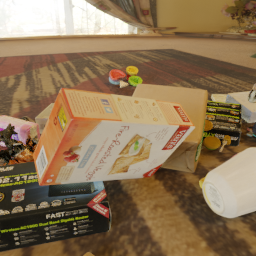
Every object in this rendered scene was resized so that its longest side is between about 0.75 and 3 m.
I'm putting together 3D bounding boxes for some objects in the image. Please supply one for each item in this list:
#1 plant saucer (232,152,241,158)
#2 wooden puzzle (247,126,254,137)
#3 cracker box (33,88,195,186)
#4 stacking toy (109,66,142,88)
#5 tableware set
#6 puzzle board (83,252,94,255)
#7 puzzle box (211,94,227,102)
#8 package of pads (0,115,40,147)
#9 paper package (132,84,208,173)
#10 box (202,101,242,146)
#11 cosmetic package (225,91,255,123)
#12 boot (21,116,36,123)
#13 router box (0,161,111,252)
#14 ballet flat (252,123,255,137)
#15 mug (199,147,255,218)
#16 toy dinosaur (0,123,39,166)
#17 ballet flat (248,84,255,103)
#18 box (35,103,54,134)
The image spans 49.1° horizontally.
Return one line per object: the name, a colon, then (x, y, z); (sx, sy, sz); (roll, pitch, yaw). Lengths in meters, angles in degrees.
plant saucer: (3.717, 1.037, 8.482); (1.156, 0.293, 1.156); (-1, 24, 0)
wooden puzzle: (5.288, 0.174, 10.628); (1.770, 0.124, 1.050); (-4, 24, -8)
cracker box: (-0.271, 0.284, 5.976); (2.924, 1.958, 0.843); (2, 47, -35)
stacking toy: (-0.126, -2.896, 17.291); (1.946, 0.822, 1.762); (-13, 53, -21)
tableware set: (2.599, 0.201, 9.550); (1.761, 0.270, 1.186); (23, 53, 29)
puzzle board: (-0.413, 3.045, 4.076); (2.439, 0.212, 1.838); (19, 29, 35)
puzzle box: (5.221, -1.385, 14.002); (1.868, 0.238, 1.243); (3, 24, 6)
package of pads: (-3.713, 0.213, 9.433); (1.692, 1.019, 0.640); (13, 26, 25)
paper package: (1.159, -0.134, 8.923); (2.471, 1.341, 2.593); (7, 43, 16)
box: (2.961, -0.379, 11.161); (2.910, 0.691, 2.810); (8, 25, 18)
cosmetic package: (5.853, -1.015, 12.454); (2.347, 0.606, 1.769); (-7, 32, -15)
boot: (-4.186, -0.157, 11.143); (0.927, 0.339, 0.698); (24, 32, 31)
router box: (-1.921, 1.595, 6.509); (2.768, 0.860, 2.074); (-6, 25, -14)
ballet flat: (5.604, -0.324, 10.554); (2.605, 0.951, 0.951); (-17, 29, -37)
mug: (2.565, 1.459, 6.691); (1.477, 1.799, 1.441); (-18, 61, -18)
toy dinosaur: (-3.130, 0.756, 8.230); (1.624, 1.222, 2.393); (29, 11, 20)
ballet flat: (4.775, -1.228, 10.697); (0.415, 1.218, 0.410); (29, 70, 26)
box: (-2.992, -0.411, 11.274); (0.811, 0.664, 1.707); (3, 24, 7)
